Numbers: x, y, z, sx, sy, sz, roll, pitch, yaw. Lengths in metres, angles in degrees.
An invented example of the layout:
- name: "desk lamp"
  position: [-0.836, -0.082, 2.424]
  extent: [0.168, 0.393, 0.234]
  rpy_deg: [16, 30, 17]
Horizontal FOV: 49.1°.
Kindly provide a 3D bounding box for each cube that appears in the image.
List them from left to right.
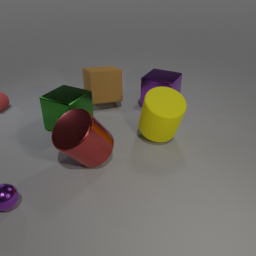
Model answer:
- name: "cube"
  position: [-2.297, -0.674, 10.729]
  extent: [1.400, 1.400, 1.400]
  rpy_deg: [16, 34, 24]
- name: "cube"
  position: [-1.131, -1.929, 12.351]
  extent: [1.400, 1.400, 1.400]
  rpy_deg: [-8, 20, -20]
- name: "cube"
  position: [1.467, -1.677, 12.406]
  extent: [1.400, 1.400, 1.400]
  rpy_deg: [15, 34, 23]

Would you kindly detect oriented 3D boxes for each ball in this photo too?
- name: "ball"
  position: [-3.214, 1.794, 7.283]
  extent: [0.700, 0.700, 0.700]
  rpy_deg: [0, 31, 0]

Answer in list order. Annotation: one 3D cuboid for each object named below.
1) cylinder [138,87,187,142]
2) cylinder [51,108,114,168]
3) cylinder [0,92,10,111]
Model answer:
- name: "cylinder"
  position: [1.149, -0.457, 9.666]
  extent: [1.400, 1.400, 1.400]
  rpy_deg: [4, 52, -6]
- name: "cylinder"
  position: [-1.353, 0.332, 8.567]
  extent: [1.400, 1.400, 1.400]
  rpy_deg: [-14, 56, 22]
- name: "cylinder"
  position: [-5.623, -1.092, 12.092]
  extent: [0.700, 0.700, 0.700]
  rpy_deg: [6, 31, 10]
